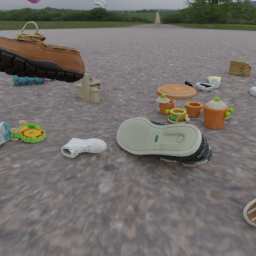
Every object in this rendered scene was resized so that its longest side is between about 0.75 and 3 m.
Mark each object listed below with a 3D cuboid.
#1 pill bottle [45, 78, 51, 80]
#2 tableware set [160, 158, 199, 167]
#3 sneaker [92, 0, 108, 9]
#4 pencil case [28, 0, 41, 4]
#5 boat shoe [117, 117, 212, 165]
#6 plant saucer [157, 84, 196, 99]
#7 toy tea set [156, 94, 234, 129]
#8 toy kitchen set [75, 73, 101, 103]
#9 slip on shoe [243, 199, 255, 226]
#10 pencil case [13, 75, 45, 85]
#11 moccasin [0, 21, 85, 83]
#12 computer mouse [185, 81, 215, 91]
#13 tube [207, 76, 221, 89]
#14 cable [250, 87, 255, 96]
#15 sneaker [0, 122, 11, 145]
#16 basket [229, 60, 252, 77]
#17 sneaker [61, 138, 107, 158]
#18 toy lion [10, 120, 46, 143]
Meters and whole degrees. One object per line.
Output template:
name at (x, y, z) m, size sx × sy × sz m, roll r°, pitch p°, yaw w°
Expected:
pill bottle at (-4.102, -2.680, 13.748) m, size 1.153 × 0.654 × 0.654 m, roll 6°, pitch 24°, yaw 11°
tableware set at (1.257, 0.622, 6.889) m, size 0.942 × 0.131 × 1.128 m, roll 4°, pitch 24°, yaw 9°
sneaker at (-1.213, -4.816, 10.533) m, size 0.890 × 0.315 × 0.325 m, roll 33°, pitch 10°, yaw -4°
pencil case at (-3.613, -4.771, 9.138) m, size 1.808 × 0.799 × 0.799 m, roll 33°, pitch 32°, yaw 10°
boat shoe at (0.731, 0.344, 6.762) m, size 2.648 × 0.951 × 0.895 m, roll 9°, pitch -17°, yaw 47°
plant saucer at (2.035, -1.566, 11.719) m, size 1.618 × 0.261 × 1.618 m, roll 0°, pitch 23°, yaw 0°
toy tea set at (2.075, -0.715, 8.929) m, size 2.515 × 0.931 × 1.495 m, roll 7°, pitch 25°, yaw 16°
toy kitchen set at (-1.290, -1.718, 11.085) m, size 1.145 × 1.035 × 1.269 m, roll -22°, pitch 32°, yaw -40°
slip on shoe at (2.553, 1.364, 4.929) m, size 1.305 × 0.395 × 0.496 m, roll -21°, pitch 74°, yaw -17°
pencil case at (-4.598, -2.342, 13.010) m, size 1.435 × 0.611 × 0.663 m, roll -5°, pitch 59°, yaw -14°
moccasin at (-1.573, -1.275, 4.692) m, size 1.947 × 0.751 × 0.712 m, roll -1°, pitch -13°, yaw -42°
computer mouse at (3.108, -1.799, 12.127) m, size 1.257 × 0.276 × 0.689 m, roll 14°, pitch -1°, yaw 26°
tube at (4.015, -2.218, 13.033) m, size 0.509 × 0.456 × 1.755 m, roll 42°, pitch 24°, yaw 0°
cable at (5.489, -1.489, 11.499) m, size 0.851 × 0.295 × 0.851 m, roll -17°, pitch 27°, yaw -35°
sneaker at (-3.656, 0.392, 7.048) m, size 0.738 × 0.627 × 1.617 m, roll -11°, pitch 17°, yaw 14°
basket at (5.967, -3.200, 14.800) m, size 0.736 × 0.768 × 1.031 m, roll -19°, pitch 29°, yaw -36°
sneaker at (-1.104, 0.534, 6.834) m, size 1.077 × 0.397 × 0.622 m, roll 1°, pitch 24°, yaw 26°
toy lion at (-2.747, 0.127, 7.875) m, size 0.915 × 0.328 × 0.955 m, roll 7°, pitch 23°, yaw -2°
